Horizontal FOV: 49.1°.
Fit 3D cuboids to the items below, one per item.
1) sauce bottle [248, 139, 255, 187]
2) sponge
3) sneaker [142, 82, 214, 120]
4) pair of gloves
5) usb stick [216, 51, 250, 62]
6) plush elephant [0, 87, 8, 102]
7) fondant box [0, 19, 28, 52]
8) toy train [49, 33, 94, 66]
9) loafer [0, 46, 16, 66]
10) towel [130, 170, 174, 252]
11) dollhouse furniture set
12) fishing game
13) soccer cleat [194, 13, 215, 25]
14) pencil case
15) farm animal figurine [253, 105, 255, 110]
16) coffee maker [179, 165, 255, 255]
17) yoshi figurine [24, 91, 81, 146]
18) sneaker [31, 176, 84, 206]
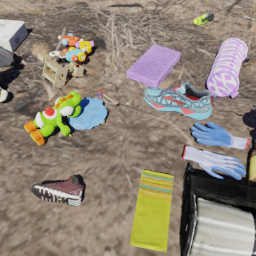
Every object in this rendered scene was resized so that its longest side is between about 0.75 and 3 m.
[{"bbox_3d":[3.875,1.021,8.206,0.607,0.607,1.837,13,50,12],"label":"sauce bottle"},{"bbox_3d":[1.123,-2.646,11.754,1.363,0.364,2.443,24,52,20],"label":"sponge"},{"bbox_3d":[1.752,-1.204,9.836,2.528,1.207,1.002,14,49,13],"label":"sneaker"},{"bbox_3d":[2.496,0.585,7.883,1.722,0.244,2.142,17,43,16],"label":"pair of gloves"},{"bbox_3d":[4.609,-3.157,12.301,1.452,0.237,0.403,10,53,10],"label":"usb stick"},{"bbox_3d":[-5.376,-1.551,9.947,1.831,2.223,1.721,-25,73,-5],"label":"plush elephant"},{"bbox_3d":[-6.223,-4.376,13.119,2.405,0.700,1.735,9,48,7],"label":"fondant box"},{"bbox_3d":[-2.438,-3.360,12.218,1.723,0.638,2.294,7,40,5],"label":"toy train"},{"bbox_3d":[-5.935,-3.272,11.999,2.582,0.928,0.813,8,44,11],"label":"loafer"},{"bbox_3d":[0.678,2.109,7.477,0.935,0.196,2.173,7,48,8],"label":"towel"},{"bbox_3d":[-2.785,-2.377,11.441,1.317,0.828,1.489,-13,42,-45],"label":"dollhouse furniture set"},{"bbox_3d":[-1.419,-0.488,9.816,1.487,0.323,2.077,36,64,29],"label":"fishing game"},{"bbox_3d":[3.903,-5.644,14.583,1.281,0.414,0.536,-25,22,-16],"label":"soccer cleat"},{"bbox_3d":[3.970,-2.403,10.967,1.230,1.207,2.877,30,52,0],"label":"pencil case"},{"bbox_3d":[4.942,0.739,7.862,2.944,1.552,2.977,3,59,-22],"label":"farm animal figurine"},{"bbox_3d":[2.673,1.986,6.469,2.709,1.824,2.602,9,49,7],"label":"coffee maker"},{"bbox_3d":[-2.288,-0.336,9.254,2.023,1.137,1.133,-41,16,-6],"label":"yoshi figurine"},{"bbox_3d":[-1.890,1.628,7.769,1.405,0.531,0.811,15,43,0],"label":"sneaker"}]
